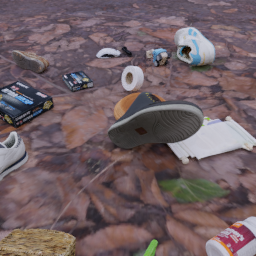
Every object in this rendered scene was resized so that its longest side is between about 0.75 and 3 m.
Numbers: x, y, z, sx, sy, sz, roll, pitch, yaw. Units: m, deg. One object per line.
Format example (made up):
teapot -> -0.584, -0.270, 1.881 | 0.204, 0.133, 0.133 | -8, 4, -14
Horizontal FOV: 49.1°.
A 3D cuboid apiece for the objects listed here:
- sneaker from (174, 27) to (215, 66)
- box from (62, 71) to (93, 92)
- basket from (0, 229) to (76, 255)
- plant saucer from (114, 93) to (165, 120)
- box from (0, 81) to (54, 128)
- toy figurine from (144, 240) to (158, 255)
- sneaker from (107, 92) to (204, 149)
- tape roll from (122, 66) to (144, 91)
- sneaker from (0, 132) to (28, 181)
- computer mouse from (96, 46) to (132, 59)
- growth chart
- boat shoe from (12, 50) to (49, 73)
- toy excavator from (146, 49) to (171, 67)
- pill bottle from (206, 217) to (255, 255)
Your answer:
sneaker -> 2.715, -3.751, 12.688 | 1.193, 1.130, 2.955 | -12, 37, -12
box -> -1.955, -1.824, 10.841 | 0.875, 0.253, 1.101 | -19, 41, -23
basket -> -1.643, 2.465, 5.091 | 1.297, 0.966, 0.926 | 4, 5, 5
plant saucer -> 0.501, -0.642, 9.212 | 1.939, 0.363, 1.939 | 1, 37, 0
box -> -3.722, -0.856, 9.409 | 1.935, 0.445, 1.538 | 26, 44, 30
toy figurine -> 0.710, 3.055, 3.678 | 2.072, 1.690, 2.251 | 27, 67, 17
sneaker -> 0.751, -0.470, 7.176 | 2.955, 1.105, 1.569 | -13, 37, 48
tape roll -> 0.155, -1.782, 10.076 | 0.311, 0.889, 0.889 | -4, 33, -39
sneaker -> -3.382, 0.899, 6.823 | 0.772, 0.813, 2.021 | 19, 43, 21
computer mouse -> -0.666, -3.519, 12.989 | 1.608, 0.353, 0.881 | -9, 39, -12
growth chart -> 2.289, 0.231, 8.167 | 2.658, 0.236, 1.923 | -9, 38, -12
boat shoe -> -4.151, -2.874, 11.943 | 1.853, 0.702, 0.665 | 27, 40, 18
toy excavator -> 1.260, -3.218, 12.334 | 0.573, 1.115, 1.147 | -17, 69, -20
pill bottle -> 2.090, 2.170, 5.294 | 1.143, 0.626, 0.626 | -21, 42, -25
